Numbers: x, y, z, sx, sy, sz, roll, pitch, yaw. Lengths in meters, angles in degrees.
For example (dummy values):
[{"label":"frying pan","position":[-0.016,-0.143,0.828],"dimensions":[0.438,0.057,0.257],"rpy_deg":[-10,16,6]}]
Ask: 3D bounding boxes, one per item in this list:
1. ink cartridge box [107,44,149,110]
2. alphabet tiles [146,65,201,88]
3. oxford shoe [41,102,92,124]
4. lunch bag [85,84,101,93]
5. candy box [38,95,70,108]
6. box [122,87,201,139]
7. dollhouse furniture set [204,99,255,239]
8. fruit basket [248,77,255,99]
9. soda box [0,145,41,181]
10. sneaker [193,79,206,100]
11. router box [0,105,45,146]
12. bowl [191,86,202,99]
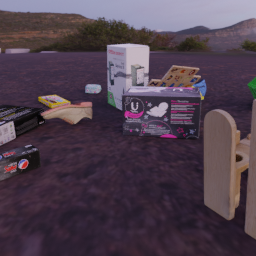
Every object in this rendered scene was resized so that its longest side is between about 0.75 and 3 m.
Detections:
[{"label":"ink cartridge box","position":[-0.047,-2.124,11.615],"dimensions":[1.073,2.552,1.862],"rpy_deg":[-10,21,-26]},{"label":"alphabet tiles","position":[1.513,-1.501,10.424],"dimensions":[1.952,2.335,0.088],"rpy_deg":[-1,61,-29]},{"label":"oxford shoe","position":[-1.960,-0.440,9.364],"dimensions":[1.850,0.683,0.655],"rpy_deg":[-13,6,-35]},{"label":"lunch bag","position":[-1.841,-2.095,14.916],"dimensions":[0.787,0.378,0.981],"rpy_deg":[1,19,2]},{"label":"candy box","position":[-3.313,-1.198,12.533],"dimensions":[0.866,0.224,1.695],"rpy_deg":[-10,21,-34]},{"label":"box","position":[1.099,-0.584,8.979],"dimensions":[2.343,1.344,1.548],"rpy_deg":[4,19,11]},{"label":"dollhouse furniture set","position":[2.710,0.181,4.891],"dimensions":[2.715,2.212,2.582],"rpy_deg":[-20,26,-28]},{"label":"fruit basket","position":[6.357,-1.268,11.328],"dimensions":[2.470,1.781,2.470],"rpy_deg":[41,16,-15]},{"label":"soda box","position":[-2.669,0.808,6.251],"dimensions":[0.433,0.484,1.369],"rpy_deg":[21,27,41]},{"label":"sneaker","position":[2.292,-1.950,13.435],"dimensions":[2.814,1.103,0.927],"rpy_deg":[3,21,14]},{"label":"router box","position":[-4.051,-0.152,8.866],"dimensions":[1.761,0.603,2.361],"rpy_deg":[6,20,18]},{"label":"bowl","position":[2.551,-1.330,12.114],"dimensions":[1.140,1.140,0.613],"rpy_deg":[20,70,45]}]
